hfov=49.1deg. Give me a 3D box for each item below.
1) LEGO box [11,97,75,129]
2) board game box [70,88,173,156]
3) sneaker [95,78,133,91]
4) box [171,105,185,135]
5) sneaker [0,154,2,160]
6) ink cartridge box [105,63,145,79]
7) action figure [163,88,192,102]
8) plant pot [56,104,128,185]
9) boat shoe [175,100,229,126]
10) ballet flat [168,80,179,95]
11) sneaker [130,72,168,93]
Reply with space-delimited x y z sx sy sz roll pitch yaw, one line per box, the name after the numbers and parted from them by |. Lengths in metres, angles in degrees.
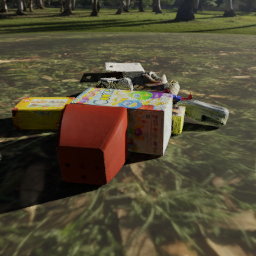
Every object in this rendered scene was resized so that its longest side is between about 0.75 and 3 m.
-2.867 -0.543 9.808 1.876 0.724 1.397 0 23 0 | LEGO box
-0.136 -0.260 8.218 2.657 1.393 1.369 7 28 15 | board game box
-0.773 -1.887 12.876 1.282 0.786 1.970 -18 29 -34 | sneaker
0.496 -0.415 9.573 2.755 0.690 1.037 6 24 15 | box
-4.394 0.529 7.303 2.814 1.037 1.126 11 40 34 | sneaker
-0.247 -3.410 16.664 2.177 0.553 2.471 -1 23 -4 | ink cartridge box
1.663 -1.354 12.041 2.104 0.544 0.688 -1 26 5 | action figure
-0.884 0.472 6.663 1.568 1.566 1.382 3 34 8 | plant pot
2.514 -0.520 9.701 1.851 0.666 0.574 11 56 17 | boat shoe
2.154 -1.927 13.145 0.551 0.551 1.586 1 24 3 | ballet flat
0.712 -2.218 13.433 2.467 0.980 0.968 7 26 20 | sneaker
